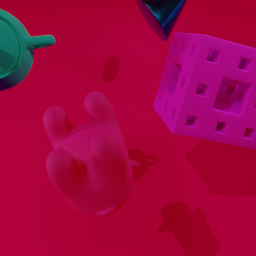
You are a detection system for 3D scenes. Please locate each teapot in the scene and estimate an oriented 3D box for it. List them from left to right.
[{"bbox_3d":[-1.768,-0.968,3.439,1.726,1.073,0.845,-14,13,-20],"label":"teapot"}]

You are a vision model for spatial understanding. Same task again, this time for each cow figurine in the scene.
[{"bbox_3d":[-0.289,0.381,2.817,0.802,1.438,1.461,-20,36,-2],"label":"cow figurine"}]

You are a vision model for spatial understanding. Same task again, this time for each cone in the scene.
[{"bbox_3d":[0.990,-2.785,6.310,1.159,1.155,1.155,-37,52,5],"label":"cone"}]

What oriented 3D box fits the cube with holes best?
[{"bbox_3d":[1.350,-0.648,4.455,1.356,1.356,1.356,11,18,-11],"label":"cube with holes"}]
